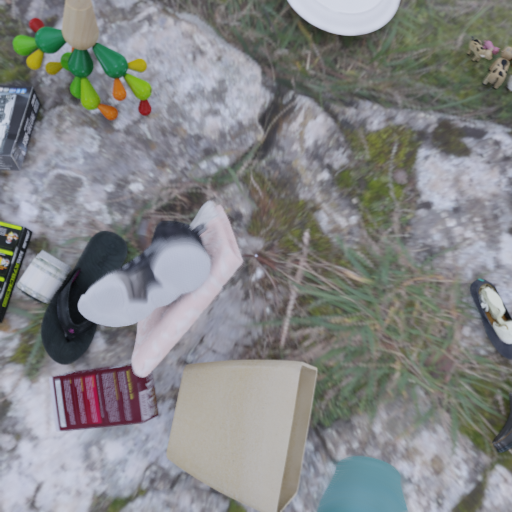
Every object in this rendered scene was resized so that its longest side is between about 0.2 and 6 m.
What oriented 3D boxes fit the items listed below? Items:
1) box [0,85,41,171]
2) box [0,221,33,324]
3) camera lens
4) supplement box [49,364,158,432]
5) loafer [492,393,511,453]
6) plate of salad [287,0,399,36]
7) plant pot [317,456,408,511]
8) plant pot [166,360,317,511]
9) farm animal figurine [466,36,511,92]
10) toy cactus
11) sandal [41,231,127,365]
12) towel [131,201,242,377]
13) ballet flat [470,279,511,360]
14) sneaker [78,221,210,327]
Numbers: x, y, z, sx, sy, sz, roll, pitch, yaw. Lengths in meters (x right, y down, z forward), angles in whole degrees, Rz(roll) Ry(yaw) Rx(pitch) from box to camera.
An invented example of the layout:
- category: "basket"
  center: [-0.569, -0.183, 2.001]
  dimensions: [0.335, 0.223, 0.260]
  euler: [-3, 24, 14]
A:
- category: "box"
  center: [-5.528, -2.553, 10.936]
  dimensions: [2.160, 0.537, 1.703]
  euler: [5, 64, 1]
- category: "box"
  center: [-5.511, 0.148, 10.624]
  dimensions: [1.964, 0.467, 1.896]
  euler: [12, 77, 3]
- category: "camera lens"
  center: [-3.956, 0.415, 10.443]
  dimensions: [0.680, 0.680, 0.850]
  euler: [29, 80, 6]
- category: "supplement box"
  center: [-2.581, 2.369, 9.455]
  dimensions: [1.759, 0.535, 0.957]
  euler: [-11, 85, 20]
- category: "loafer"
  center: [4.771, 2.721, 10.026]
  dimensions: [1.842, 0.671, 0.666]
  euler: [-40, 76, -18]
- category: "plate of salad"
  center: [1.737, -5.669, 11.739]
  dimensions: [2.601, 0.625, 2.601]
  euler: [3, 74, -10]
- category: "plant pot"
  center: [1.369, 3.324, 7.187]
  dimensions: [1.286, 1.286, 1.208]
  euler: [15, 45, 3]
- category: "plant pot"
  center: [-0.219, 2.743, 9.326]
  dimensions: [1.962, 2.213, 2.216]
  euler: [9, 79, 14]
- category: "farm animal figurine"
  center: [4.904, -3.952, 11.381]
  dimensions: [1.161, 0.605, 1.148]
  euler: [7, 78, 2]
- category: "toy cactus"
  center: [-3.204, -3.898, 10.618]
  dimensions: [2.810, 2.319, 1.437]
  euler: [30, 60, 1]
- category: "sandal"
  center: [-3.192, 0.719, 10.292]
  dimensions: [0.978, 0.623, 2.602]
  euler: [23, 78, -15]
- category: "towel"
  center: [-1.201, 0.428, 8.987]
  dimensions: [0.387, 2.294, 2.402]
  euler: [32, 106, -23]
- category: "ballet flat"
  center: [4.480, 1.160, 10.359]
  dimensions: [0.589, 0.589, 1.613]
  euler: [-22, 79, -4]
- category: "sneaker"
  center: [-1.598, 0.218, 8.319]
  dimensions: [2.158, 1.228, 0.815]
  euler: [-25, 120, 16]
